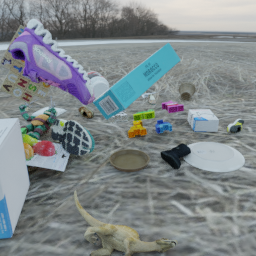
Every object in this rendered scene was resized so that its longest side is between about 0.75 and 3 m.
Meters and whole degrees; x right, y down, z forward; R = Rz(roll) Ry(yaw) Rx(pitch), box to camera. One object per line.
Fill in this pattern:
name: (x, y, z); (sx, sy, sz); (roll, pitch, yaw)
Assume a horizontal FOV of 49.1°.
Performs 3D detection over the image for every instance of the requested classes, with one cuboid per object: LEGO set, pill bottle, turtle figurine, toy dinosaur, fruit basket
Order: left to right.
fruit basket: (-3.040, 0.805, 8.855); (2.302, 1.079, 2.132); (16, 14, -10)
turtle figurine: (-3.514, -0.309, 11.042); (1.814, 1.220, 2.423); (-5, 35, 19)
pill bottle: (-1.782, -2.372, 15.847); (1.278, 1.278, 2.309); (-7, 24, -16)
toy dinosaur: (-0.379, 2.260, 5.828); (2.644, 0.769, 1.337); (18, 12, 21)
LEGO set: (0.679, -0.335, 11.335); (2.927, 1.116, 1.201); (-9, 20, -5)

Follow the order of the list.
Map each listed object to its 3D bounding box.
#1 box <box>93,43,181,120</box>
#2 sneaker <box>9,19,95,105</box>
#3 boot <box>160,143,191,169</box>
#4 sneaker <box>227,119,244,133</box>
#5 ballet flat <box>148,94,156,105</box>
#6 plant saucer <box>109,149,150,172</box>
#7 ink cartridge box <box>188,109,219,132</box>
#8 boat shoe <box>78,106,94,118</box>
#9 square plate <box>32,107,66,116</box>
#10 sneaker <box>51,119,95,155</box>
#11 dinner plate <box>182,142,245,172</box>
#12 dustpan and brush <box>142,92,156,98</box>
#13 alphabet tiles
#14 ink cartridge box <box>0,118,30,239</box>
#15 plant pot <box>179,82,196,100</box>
box: (0.281, -1.275, 7.492); (2.538, 0.624, 1.044); (-43, 10, -32)
sneaker: (-2.031, -1.503, 7.346); (1.199, 2.712, 1.091); (-43, -4, -19)
boot: (1.673, 0.869, 9.062); (0.908, 0.413, 1.080); (-21, 22, -16)
sneaker: (4.513, -0.030, 11.508); (1.057, 0.394, 0.447); (-27, 39, -31)
ballet flat: (1.266, -1.595, 15.172); (0.371, 0.367, 1.091); (-4, 23, -9)
plant saucer: (0.050, 1.055, 9.068); (1.325, 0.195, 1.325); (0, 23, 0)
ink cartridge box: (3.163, -0.334, 11.899); (0.973, 0.562, 1.333); (-1, 23, -1)
boat shoe: (-2.027, -0.736, 13.095); (0.392, 0.402, 1.062); (-23, 31, -37)
square plate: (-3.787, -0.771, 13.466); (1.203, 0.171, 1.191); (9, 25, 20)
sneaker: (-1.804, 0.209, 9.952); (1.106, 1.077, 2.778); (7, 10, -34)
dinner plate: (2.863, 0.865, 9.493); (2.075, 0.251, 2.075); (-1, 22, 1)
dustpan and brush: (1.229, -1.927, 16.138); (0.809, 0.232, 0.565); (-4, 23, -9)
alphabet tiles: (-3.170, -1.915, 9.072); (1.740, 2.081, 0.079); (29, 1, -34)
ink cartridge box: (-4.028, 1.136, 6.396); (2.850, 2.091, 2.081); (-4, 23, -6)
plant pot: (3.253, -1.987, 15.596); (0.945, 0.945, 0.820); (7, 40, 15)
